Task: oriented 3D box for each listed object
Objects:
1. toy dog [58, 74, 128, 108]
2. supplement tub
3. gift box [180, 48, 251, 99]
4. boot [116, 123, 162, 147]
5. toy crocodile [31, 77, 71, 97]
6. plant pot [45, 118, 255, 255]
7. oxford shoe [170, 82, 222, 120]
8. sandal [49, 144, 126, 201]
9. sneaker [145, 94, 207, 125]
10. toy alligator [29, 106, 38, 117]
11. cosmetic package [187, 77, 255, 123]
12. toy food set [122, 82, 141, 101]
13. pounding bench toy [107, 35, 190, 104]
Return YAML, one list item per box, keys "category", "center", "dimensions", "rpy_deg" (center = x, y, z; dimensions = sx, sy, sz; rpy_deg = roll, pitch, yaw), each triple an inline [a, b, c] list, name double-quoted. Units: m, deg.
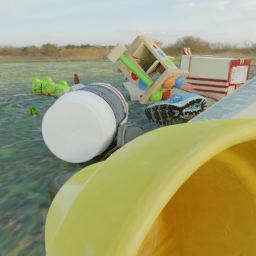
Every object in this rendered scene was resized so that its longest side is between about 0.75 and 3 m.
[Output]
- category: "toy dog"
  center: [-1.398, -1.332, 10.646]
  dimensions: [2.787, 1.342, 1.838]
  rpy_deg: [7, 17, 22]
- category: "supplement tub"
  center: [-0.889, -0.197, 6.449]
  dimensions: [1.481, 1.481, 2.111]
  rpy_deg: [3, 16, 11]
- category: "gift box"
  center: [3.127, -1.884, 10.938]
  dimensions: [2.303, 2.276, 2.467]
  rpy_deg: [17, 17, 41]
- category: "boot"
  center: [0.899, 0.321, 6.267]
  dimensions: [2.197, 0.797, 1.997]
  rpy_deg: [9, 19, 7]
- category: "toy crocodile"
  center: [-3.950, -2.001, 14.128]
  dimensions: [2.845, 0.879, 0.960]
  rpy_deg: [16, 21, 31]
- category: "plant pot"
  center: [0.236, 0.961, 2.091]
  dimensions: [1.974, 1.974, 1.857]
  rpy_deg: [-9, 2, -29]
- category: "oxford shoe"
  center: [2.403, -0.617, 9.271]
  dimensions: [2.955, 1.091, 1.046]
  rpy_deg: [32, -2, 38]
- category: "sandal"
  center: [-0.113, 0.651, 4.887]
  dimensions: [2.596, 0.708, 1.061]
  rpy_deg: [-8, 18, -32]
- category: "sneaker"
  center: [1.375, -0.615, 8.306]
  dimensions: [1.794, 0.703, 0.807]
  rpy_deg: [-10, 29, 1]
- category: "toy alligator"
  center: [-3.428, -0.634, 10.161]
  dimensions: [0.304, 0.278, 1.026]
  rpy_deg: [-7, 17, -22]
- category: "cosmetic package"
  center: [2.476, -0.341, 5.350]
  dimensions: [2.364, 0.840, 1.243]
  rpy_deg: [-33, 12, -1]
- category: "toy food set"
  center: [0.546, -1.820, 13.552]
  dimensions: [1.338, 0.563, 1.864]
  rpy_deg: [-10, 28, -12]
- category: "pounding bench toy"
  center: [0.462, -1.389, 7.052]
  dimensions: [1.841, 1.144, 1.436]
  rpy_deg: [-13, 61, -54]
